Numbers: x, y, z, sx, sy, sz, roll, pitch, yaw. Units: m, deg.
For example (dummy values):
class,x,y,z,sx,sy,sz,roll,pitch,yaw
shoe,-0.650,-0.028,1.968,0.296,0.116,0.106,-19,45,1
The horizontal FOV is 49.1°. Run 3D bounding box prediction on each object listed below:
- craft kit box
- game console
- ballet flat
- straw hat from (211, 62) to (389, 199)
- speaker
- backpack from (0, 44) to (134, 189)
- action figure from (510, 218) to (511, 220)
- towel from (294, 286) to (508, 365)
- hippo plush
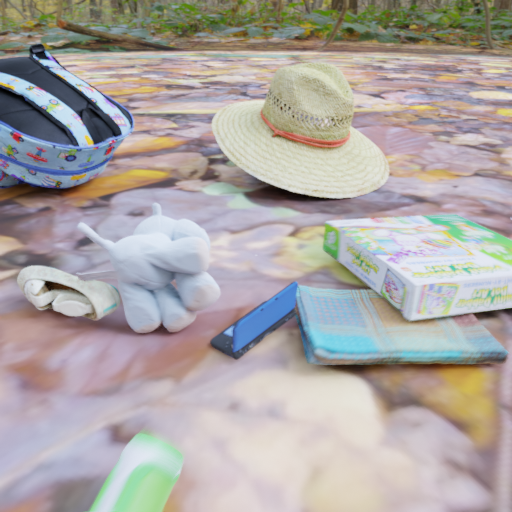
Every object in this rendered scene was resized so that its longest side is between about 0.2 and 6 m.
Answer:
class,x,y,z,sx,sy,sz,roll,pitch,yaw
craft kit box,2.866,0.046,8.909,2.747,0.666,2.713,-5,25,-19
game console,-0.045,0.753,7.230,1.091,0.646,0.931,-33,27,-27
ballet flat,-2.810,0.532,7.935,1.872,0.631,0.584,5,28,24
straw hat,1.269,-3.601,13.678,4.849,2.052,4.849,9,38,-7
speaker,-1.042,2.072,4.403,0.542,0.542,1.225,11,55,22
backpack,-5.039,-2.974,13.262,3.873,2.605,3.535,31,35,12
action figure,5.598,-0.778,11.350,0.637,0.573,0.856,44,44,-9
towel,1.800,0.883,7.582,2.523,0.274,1.850,1,23,-6
hippo plush,-1.408,0.145,8.016,1.888,1.504,1.518,8,22,-2
